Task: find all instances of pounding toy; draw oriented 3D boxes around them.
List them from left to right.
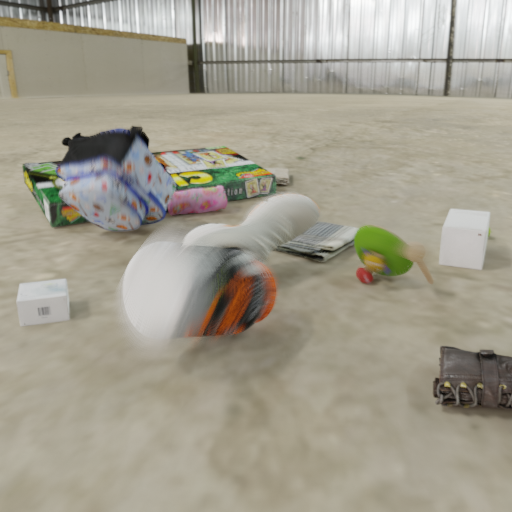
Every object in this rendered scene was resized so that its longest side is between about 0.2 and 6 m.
[{"bbox_3d":[2.092,0.129,9.220,1.402,1.082,0.651,20,61,41],"label":"pounding toy"}]

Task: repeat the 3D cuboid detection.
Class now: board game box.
[{"bbox_3d":[-2.722,-1.991,14.674,5.869,0.688,3.075,-12,33,-29],"label":"board game box"}]

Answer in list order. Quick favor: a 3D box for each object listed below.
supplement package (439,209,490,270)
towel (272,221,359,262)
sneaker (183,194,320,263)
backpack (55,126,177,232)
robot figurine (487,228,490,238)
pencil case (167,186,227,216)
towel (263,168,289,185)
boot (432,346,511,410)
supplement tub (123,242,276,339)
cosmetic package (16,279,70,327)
[{"bbox_3d":[3.941,-0.343,10.555,0.769,0.767,1.311,8,22,22],"label":"supplement package"},{"bbox_3d":[1.146,-0.388,11.217,1.607,0.288,1.669,15,28,35],"label":"towel"},{"bbox_3d":[0.056,-0.223,9.462,2.459,0.931,1.131,-23,34,-9],"label":"sneaker"},{"bbox_3d":[-2.804,-1.474,11.681,2.275,1.753,2.167,4,-21,37],"label":"backpack"},{"bbox_3d":[4.635,-0.523,11.697,0.531,0.307,0.466,12,24,29],"label":"robot figurine"},{"bbox_3d":[-1.405,-1.330,13.367,1.431,0.626,0.626,-9,22,-18],"label":"pencil case"},{"bbox_3d":[0.469,-2.359,16.665,1.049,0.273,1.583,3,20,3],"label":"towel"},{"bbox_3d":[2.785,1.532,5.927,1.744,0.694,2.003,-1,16,14],"label":"boot"},{"bbox_3d":[-0.651,0.454,7.244,1.168,1.168,1.907,16,7,37],"label":"supplement tub"},{"bbox_3d":[-3.156,0.676,8.338,0.684,0.422,0.687,-6,20,-17],"label":"cosmetic package"}]
